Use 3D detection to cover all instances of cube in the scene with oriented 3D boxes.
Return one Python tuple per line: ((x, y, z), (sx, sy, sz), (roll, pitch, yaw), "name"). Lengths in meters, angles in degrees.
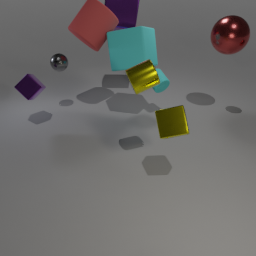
((-0.361, -4.958, 12.170), (1.400, 1.400, 1.400), (7, 9, -8), "cube")
((0.197, -2.952, 10.529), (1.400, 1.400, 1.400), (-1, 14, 24), "cube")
((-3.582, -1.503, 10.299), (0.700, 0.700, 0.700), (-44, 9, 4), "cube")
((1.120, -0.127, 6.999), (0.700, 0.700, 0.700), (-12, -5, 13), "cube")

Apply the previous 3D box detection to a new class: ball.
((-2.708, -2.580, 11.035), (0.700, 0.700, 0.700), (0, 30, 0), "ball")
((3.809, -3.463, 10.467), (1.400, 1.400, 1.400), (0, 30, 0), "ball")

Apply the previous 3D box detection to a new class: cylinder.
((-1.300, -3.871, 10.557), (1.400, 1.400, 1.400), (36, 4, -3), "cylinder")
((0.382, -1.329, 7.296), (0.700, 0.700, 0.700), (-25, 31, 3), "cylinder")
((1.202, -1.892, 11.232), (0.700, 0.700, 0.700), (-17, 61, -27), "cylinder")
